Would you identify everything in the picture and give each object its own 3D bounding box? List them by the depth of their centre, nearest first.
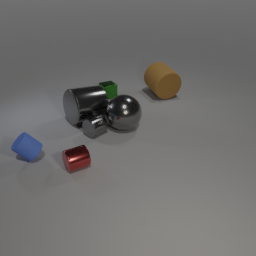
[{"bbox_3d":[-1.616,0.948,8.767,0.700,0.700,0.700,-17,33,-27],"label":"cylinder"},{"bbox_3d":[-3.264,0.603,9.057,0.700,0.700,0.700,-33,33,25],"label":"cylinder"},{"bbox_3d":[-1.237,-0.083,10.572,0.700,0.700,0.700,22,31,34],"label":"cylinder"},{"bbox_3d":[-0.166,-0.596,10.857,1.400,1.400,1.400,0,29,0],"label":"ball"},{"bbox_3d":[-1.712,-0.954,11.352,1.400,1.400,1.400,-14,32,-34],"label":"cylinder"},{"bbox_3d":[1.682,-2.338,13.756,1.400,1.400,1.400,-11,37,-18],"label":"cylinder"},{"bbox_3d":[-0.978,-1.859,13.830,0.700,0.700,0.700,-15,32,-25],"label":"cube"}]
